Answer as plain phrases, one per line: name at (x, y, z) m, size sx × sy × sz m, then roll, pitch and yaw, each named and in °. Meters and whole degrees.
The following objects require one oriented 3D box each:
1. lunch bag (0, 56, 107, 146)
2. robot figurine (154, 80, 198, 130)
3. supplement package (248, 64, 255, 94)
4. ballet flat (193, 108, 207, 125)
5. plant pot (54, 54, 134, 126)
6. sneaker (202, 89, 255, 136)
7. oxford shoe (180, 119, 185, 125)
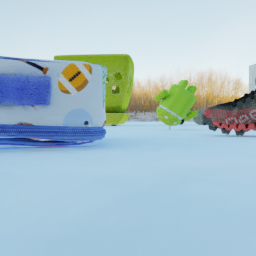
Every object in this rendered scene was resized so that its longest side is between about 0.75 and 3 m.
lunch bag at (-1.199, -0.218, 2.348) m, size 1.996 × 0.754 × 1.599 m, roll 1°, pitch 3°, yaw -14°
robot figurine at (1.024, -0.504, 5.965) m, size 0.925 × 1.055 × 0.610 m, roll 32°, pitch 4°, yaw -12°
supplement package at (3.919, -0.753, 6.053) m, size 1.565 × 1.576 × 2.077 m, roll 0°, pitch 2°, yaw -12°
ballet flat at (3.726, -0.478, 12.355) m, size 0.708 × 0.749 × 2.223 m, roll 13°, pitch 10°, yaw 43°
plant pot at (-1.177, -1.356, 10.966) m, size 2.782 × 2.537 × 2.796 m, roll 1°, pitch 2°, yaw 5°
sneaker at (1.668, -0.299, 3.488) m, size 1.491 × 0.729 × 0.527 m, roll -2°, pitch 19°, yaw 23°
oxford shoe at (2.232, -0.452, 13.681) m, size 0.687 × 0.592 × 1.628 m, roll 0°, pitch 1°, yaw 41°
